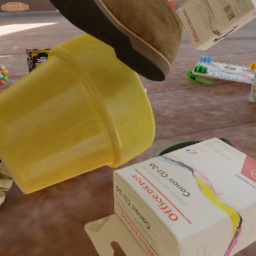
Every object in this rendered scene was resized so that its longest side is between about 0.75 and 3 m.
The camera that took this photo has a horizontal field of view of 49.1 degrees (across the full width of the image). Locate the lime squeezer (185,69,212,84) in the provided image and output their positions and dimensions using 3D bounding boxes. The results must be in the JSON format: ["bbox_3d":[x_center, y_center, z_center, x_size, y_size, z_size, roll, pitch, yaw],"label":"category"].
[{"bbox_3d":[2.865,-2.182,11.949,0.704,0.376,1.993,14,23,-16],"label":"lime squeezer"}]

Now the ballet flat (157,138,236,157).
[{"bbox_3d":[1.604,0.592,6.181,1.920,0.653,0.657,-11,28,-20],"label":"ballet flat"}]

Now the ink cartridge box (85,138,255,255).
[{"bbox_3d":[0.916,1.253,4.541,2.955,0.997,1.721,-16,31,-27],"label":"ink cartridge box"}]

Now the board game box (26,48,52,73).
[{"bbox_3d":[-3.816,-2.998,12.602,1.351,1.116,0.383,-5,28,-9],"label":"board game box"}]

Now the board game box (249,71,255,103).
[{"bbox_3d":[5.059,-1.553,9.075,1.810,1.801,0.393,19,33,32],"label":"board game box"}]

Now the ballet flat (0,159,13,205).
[{"bbox_3d":[-2.617,1.100,5.212,0.819,0.819,2.241,-1,23,-3],"label":"ballet flat"}]

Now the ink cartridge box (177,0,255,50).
[{"bbox_3d":[2.918,-3.805,9.178,2.162,1.586,0.896,-29,-10,39],"label":"ink cartridge box"}]

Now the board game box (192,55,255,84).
[{"bbox_3d":[4.471,-2.600,12.240,2.942,0.381,2.943,13,26,15],"label":"board game box"}]

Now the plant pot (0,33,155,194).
[{"bbox_3d":[-1.323,-0.147,5.662,2.628,2.793,2.793,-30,37,-21],"label":"plant pot"}]

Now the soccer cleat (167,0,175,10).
[{"bbox_3d":[0.426,-2.750,8.221,0.919,1.054,2.756,30,69,38],"label":"soccer cleat"}]

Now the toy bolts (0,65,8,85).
[{"bbox_3d":[-5.440,-2.187,11.534,0.912,0.662,0.955,-9,29,-17],"label":"toy bolts"}]

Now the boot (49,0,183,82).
[{"bbox_3d":[-0.248,-1.864,4.143,2.680,1.011,0.986,34,-10,-27],"label":"boot"}]
